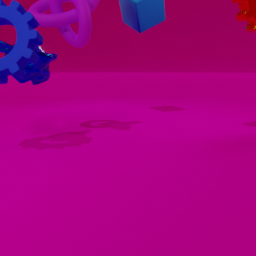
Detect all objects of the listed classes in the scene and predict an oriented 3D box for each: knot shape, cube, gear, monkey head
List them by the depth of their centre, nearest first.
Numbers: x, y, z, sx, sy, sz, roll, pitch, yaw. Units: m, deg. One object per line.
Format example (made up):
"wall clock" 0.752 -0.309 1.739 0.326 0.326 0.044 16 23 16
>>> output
"gear" -2.448 -1.657 5.361 1.582 1.582 0.293 2 -8 7
"monkey head" -2.051 -1.507 5.979 1.508 0.909 1.085 2 -26 -45
"knot shape" -1.408 -3.047 6.741 1.903 1.781 0.879 31 10 14
"gear" 3.392 -3.239 6.829 1.788 1.788 0.331 -4 14 -19
"cube" 0.483 -4.187 9.659 1.132 1.132 1.132 -32 51 -14
